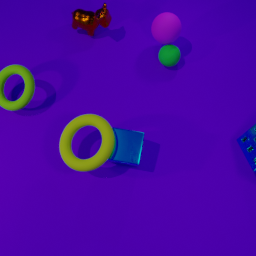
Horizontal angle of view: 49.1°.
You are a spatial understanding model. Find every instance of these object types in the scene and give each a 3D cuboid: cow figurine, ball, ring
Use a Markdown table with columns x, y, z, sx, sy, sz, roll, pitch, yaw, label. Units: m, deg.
| x | y | z | sx | sy | sz | roll | pitch | yaw | label |
| --- | --- | --- | --- | --- | --- | --- | --- | --- | --- |
| -1.290 | -3.828 | 9.712 | 1.410 | 1.388 | 0.774 | 21 | 68 | -5 | cow figurine |
| 1.408 | -2.461 | 9.506 | 0.731 | 0.731 | 0.731 | 0 | 67 | 0 | ball |
| 1.264 | -3.279 | 9.230 | 0.983 | 0.983 | 0.983 | 0 | 67 | 0 | ball |
| -3.532 | -1.252 | 8.689 | 1.445 | 0.289 | 1.445 | -1 | 86 | 17 | ring |
| -1.139 | 0.386 | 7.647 | 1.613 | 0.323 | 1.613 | -6 | 71 | 17 | ring |

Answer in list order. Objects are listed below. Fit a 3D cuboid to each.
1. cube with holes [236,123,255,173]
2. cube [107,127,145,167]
| x | y | z | sx | sy | sz | roll | pitch | yaw | label |
| --- | --- | --- | --- | --- | --- | --- | --- | --- | --- |
| 4.002 | 0.585 | 7.379 | 1.316 | 1.316 | 1.316 | 32 | 28 | -19 | cube with holes |
| -0.051 | 0.571 | 8.026 | 0.919 | 0.919 | 0.919 | 9 | 79 | 4 | cube |
